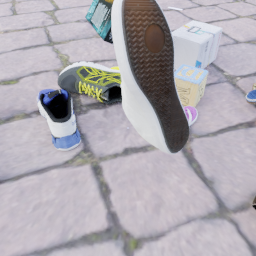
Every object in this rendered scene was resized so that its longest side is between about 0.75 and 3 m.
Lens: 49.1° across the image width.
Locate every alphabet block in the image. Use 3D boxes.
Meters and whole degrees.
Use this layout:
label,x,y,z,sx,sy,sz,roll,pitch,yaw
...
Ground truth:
label,x,y,z,sx,sy,sz,roll,pitch,yaw
alphabet block,1.940,-1.363,9.027,0.928,0.945,0.923,23,45,24

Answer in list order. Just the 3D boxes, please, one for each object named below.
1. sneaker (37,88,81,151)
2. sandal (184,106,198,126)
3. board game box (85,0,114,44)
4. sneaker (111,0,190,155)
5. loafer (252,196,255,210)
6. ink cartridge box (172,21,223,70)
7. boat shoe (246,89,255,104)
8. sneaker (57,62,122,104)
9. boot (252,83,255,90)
label,x,y,z,sx,sy,sz,roll,pitch,yaw
sneaker,-1.969,-0.653,7.873,0.979,1.400,2.425,-16,44,-19
sandal,1.635,-0.299,8.248,0.612,0.369,1.503,24,46,24
board game box,-0.258,-3.538,7.177,0.324,2.304,1.558,11,34,-39
sneaker,0.145,-0.800,4.637,1.005,2.760,1.169,-34,34,-27
loafer,3.357,2.019,5.410,0.786,0.804,2.204,-34,48,-16
ink cartridge box,2.501,-3.071,10.677,1.321,1.327,1.808,28,48,28
boat shoe,4.421,-0.919,8.810,1.535,0.556,0.555,-10,44,-5
sneaker,-0.962,-1.404,9.005,2.790,1.039,1.181,0,48,6
boot,4.971,-1.148,9.202,1.328,0.439,1.163,-1,28,-3
